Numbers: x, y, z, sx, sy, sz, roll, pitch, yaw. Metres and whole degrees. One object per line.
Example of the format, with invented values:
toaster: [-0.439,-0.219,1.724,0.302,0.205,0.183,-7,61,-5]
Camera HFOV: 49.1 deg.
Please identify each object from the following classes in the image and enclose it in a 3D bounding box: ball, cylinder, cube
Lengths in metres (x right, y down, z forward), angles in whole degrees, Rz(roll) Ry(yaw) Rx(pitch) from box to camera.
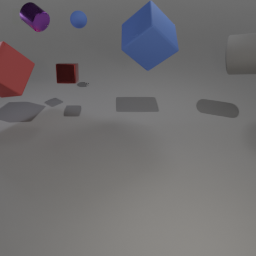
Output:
ball: [-2.053,-4.510,11.652,0.700,0.700,0.700,0,30,0]
cylinder: [-3.081,-3.671,9.282,0.700,0.700,0.700,40,44,17]
cube: [-2.229,-2.030,10.360,0.700,0.700,0.700,1,16,-1]
cube: [0.739,-3.154,9.730,1.400,1.400,1.400,-28,47,35]
cube: [-4.571,-2.067,10.203,1.400,1.400,1.400,1,67,37]
cylinder: [4.297,-2.612,9.918,1.400,1.400,1.400,4,29,28]
